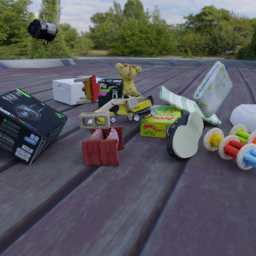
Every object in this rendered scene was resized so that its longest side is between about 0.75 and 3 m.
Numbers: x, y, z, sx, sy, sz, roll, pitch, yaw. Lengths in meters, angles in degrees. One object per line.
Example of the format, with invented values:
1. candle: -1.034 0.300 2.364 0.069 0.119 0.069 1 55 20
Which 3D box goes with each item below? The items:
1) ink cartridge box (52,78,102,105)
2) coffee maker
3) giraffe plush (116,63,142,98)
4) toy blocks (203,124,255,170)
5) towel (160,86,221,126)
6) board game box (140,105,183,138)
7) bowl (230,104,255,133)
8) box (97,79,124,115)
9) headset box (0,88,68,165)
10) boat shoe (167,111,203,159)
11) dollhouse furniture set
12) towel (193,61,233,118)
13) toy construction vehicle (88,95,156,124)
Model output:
1. ink cartridge box: -2.575 -2.191 16.027 2.808 1.206 2.056 -15 23 -38
2. coffee maker: -3.448 -3.809 11.263 0.696 0.993 1.034 28 20 20
3. giraffe plush: -0.171 -2.929 16.897 2.021 1.899 2.342 -5 18 -38
4. toy blocks: 3.589 0.596 8.175 1.804 0.786 2.164 -8 20 -22
5. towel: 2.618 -0.978 12.085 2.685 0.314 2.048 26 20 -3
6. board game box: 1.432 -0.316 11.239 1.298 0.608 2.556 5 19 15
7. bowl: 5.379 -0.427 11.375 2.087 0.779 2.085 3 19 6
8. box: -0.800 -1.491 13.307 1.162 1.564 0.972 1 18 4
9. headset box: -3.228 -0.158 8.792 1.980 1.055 2.274 31 19 -2
10. boat shoe: 1.773 0.286 9.148 0.834 0.974 2.663 -26 12 33
11. dollhouse furniture set: -0.754 -0.302 8.143 1.041 2.559 1.377 -1 19 6
12. towel: 2.553 -1.126 8.419 0.338 1.404 1.201 29 -8 44
13. toy construction vehicle: -0.186 -0.758 10.861 2.724 0.959 2.371 -18 9 -19
